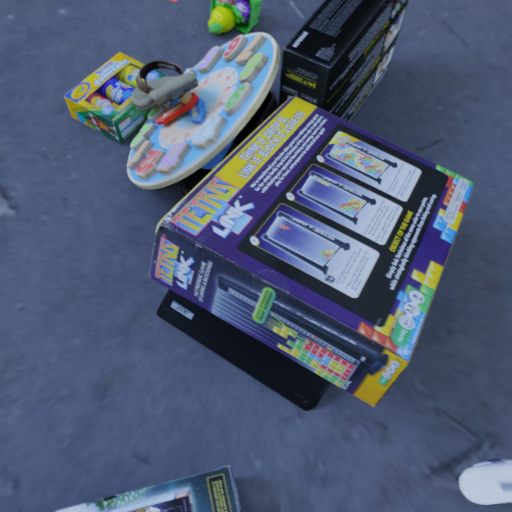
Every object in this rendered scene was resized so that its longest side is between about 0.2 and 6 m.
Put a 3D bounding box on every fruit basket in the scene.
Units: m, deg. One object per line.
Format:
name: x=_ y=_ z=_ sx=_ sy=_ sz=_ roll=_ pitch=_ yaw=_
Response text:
fruit basket: x=-0.593 y=-5.290 z=12.101 sx=1.191 sy=0.859 sz=1.191 roll=8 pitch=44 yaw=-8

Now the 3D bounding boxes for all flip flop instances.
flip flop: x=-1.618 y=-2.917 z=9.343 sx=0.939 sy=0.667 sz=2.317 roll=-35 pitch=23 yaw=-9

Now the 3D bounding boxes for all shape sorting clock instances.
shape sorting clock: x=-0.991 y=-2.492 z=9.383 sx=3.331 sy=0.653 sz=3.331 roll=-28 pitch=43 yaw=30

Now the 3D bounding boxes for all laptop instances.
laptop: x=0.554 y=0.202 z=8.635 sx=2.745 sy=1.599 sz=3.097 roll=31 pitch=45 yaw=10

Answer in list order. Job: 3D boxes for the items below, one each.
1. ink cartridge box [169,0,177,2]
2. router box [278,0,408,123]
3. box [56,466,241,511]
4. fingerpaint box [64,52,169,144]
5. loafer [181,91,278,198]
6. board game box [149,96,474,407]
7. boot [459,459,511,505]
ink cartridge box: x=-2.075 y=-6.477 z=13.103 sx=1.174 sy=0.256 sz=1.019 roll=27 pitch=61 yaw=16
router box: x=1.553 y=-3.416 z=9.850 sx=0.875 sy=2.557 sz=3.428 roll=28 pitch=62 yaw=14
box: x=-1.220 y=4.813 z=5.786 sx=2.990 sy=0.825 sz=4.378 roll=-12 pitch=59 yaw=-7
fingerpaint box: x=-2.629 y=-3.081 z=10.793 sx=1.310 sy=0.576 sz=1.571 roll=31 pitch=63 yaw=20
loafer: x=-0.476 y=-2.022 z=10.013 sx=0.925 sy=0.811 sz=2.575 roll=31 pitch=63 yaw=20
board game box: x=0.935 y=-0.372 z=7.440 sx=3.089 sy=1.060 sz=3.737 roll=28 pitch=46 yaw=11
boot: x=3.242 y=2.605 z=6.597 sx=1.535 sy=0.693 sz=0.558 roll=-10 pitch=83 yaw=33
